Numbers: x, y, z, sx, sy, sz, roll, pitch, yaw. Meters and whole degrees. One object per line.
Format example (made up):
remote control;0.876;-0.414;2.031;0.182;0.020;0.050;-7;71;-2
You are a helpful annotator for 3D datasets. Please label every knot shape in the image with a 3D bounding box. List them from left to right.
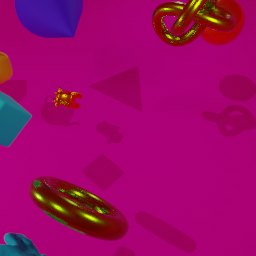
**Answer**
knot shape;1.137;-1.933;4.848;1.497;1.400;0.692;-7;93;12

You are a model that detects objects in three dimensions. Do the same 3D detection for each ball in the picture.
ball;2.177;-2.505;6.607;1.083;1.083;1.083;0;60;0

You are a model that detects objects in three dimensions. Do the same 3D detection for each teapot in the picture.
teapot;-3.188;-1.485;6.527;0.972;0.766;1.564;-2;32;-35

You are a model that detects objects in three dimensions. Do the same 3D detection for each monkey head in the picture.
monkey head;-1.465;2.117;3.704;1.274;1.771;1.067;28;91;-5

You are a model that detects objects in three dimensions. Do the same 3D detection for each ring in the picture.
ring;-0.681;1.107;3.966;1.512;1.512;0.302;25;84;14

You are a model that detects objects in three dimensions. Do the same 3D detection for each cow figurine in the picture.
cow figurine;-1.490;-0.695;6.525;0.888;0.874;0.488;18;98;41

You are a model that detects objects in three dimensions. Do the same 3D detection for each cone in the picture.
cone;-1.496;-2.417;6.263;1.648;1.648;1.654;-24;52;-14

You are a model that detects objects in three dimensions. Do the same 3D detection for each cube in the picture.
cube;-2.247;-0.208;4.748;0.703;0.703;0.703;36;88;23
